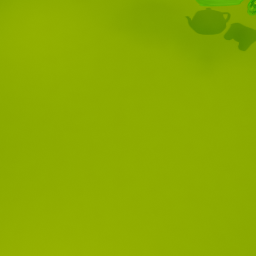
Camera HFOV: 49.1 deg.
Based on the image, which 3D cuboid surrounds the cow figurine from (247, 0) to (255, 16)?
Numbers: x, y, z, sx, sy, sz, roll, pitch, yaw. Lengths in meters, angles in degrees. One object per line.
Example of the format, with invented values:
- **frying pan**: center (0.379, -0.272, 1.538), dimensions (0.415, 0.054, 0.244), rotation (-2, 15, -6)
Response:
- **cow figurine**: center (3.133, -2.509, 5.328), dimensions (1.297, 0.712, 1.277), rotation (42, 108, 14)

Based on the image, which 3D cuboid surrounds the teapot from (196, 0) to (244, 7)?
- **teapot**: center (1.897, -3.008, 5.826), dimensions (1.785, 1.110, 0.874), rotation (-12, 116, -20)
